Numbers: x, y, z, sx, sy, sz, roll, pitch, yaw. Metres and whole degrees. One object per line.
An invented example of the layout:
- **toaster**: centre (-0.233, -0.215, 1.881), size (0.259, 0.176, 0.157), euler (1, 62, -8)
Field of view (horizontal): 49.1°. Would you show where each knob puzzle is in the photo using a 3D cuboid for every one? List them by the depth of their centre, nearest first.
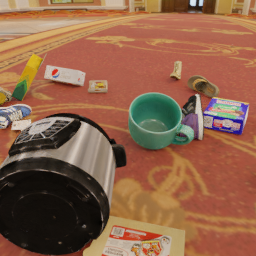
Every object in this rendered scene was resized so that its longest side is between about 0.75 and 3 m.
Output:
- **knob puzzle**: centre (0.113, 2.902, 5.809), size (2.447, 0.339, 2.447), euler (0, 28, 0)

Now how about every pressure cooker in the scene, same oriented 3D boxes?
- **pressure cooker**: centre (-1.631, 1.094, 6.818), size (2.621, 2.662, 2.980), euler (33, 25, -14)

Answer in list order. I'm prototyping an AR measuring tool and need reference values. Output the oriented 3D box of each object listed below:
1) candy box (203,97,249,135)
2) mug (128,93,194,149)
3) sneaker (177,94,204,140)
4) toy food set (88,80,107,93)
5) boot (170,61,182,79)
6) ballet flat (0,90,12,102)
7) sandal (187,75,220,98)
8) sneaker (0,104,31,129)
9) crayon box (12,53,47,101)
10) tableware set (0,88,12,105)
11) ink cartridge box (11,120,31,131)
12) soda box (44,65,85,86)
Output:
- **candy box**: centre (4.116, -0.555, 11.740), size (1.585, 0.722, 1.875), euler (12, 30, 24)
- **mug**: centre (1.000, -0.012, 9.923), size (1.816, 1.366, 2.210), euler (-19, 57, -16)
- **sneaker**: centre (2.367, -0.591, 11.506), size (1.291, 1.117, 2.949), euler (0, 28, 10)
- **toy food set**: centre (-1.635, -2.304, 15.254), size (1.020, 0.429, 1.421), euler (-2, 29, -3)
- **boot**: centre (2.809, -3.393, 16.272), size (0.478, 1.021, 1.313), euler (10, 8, 26)
- **ballet flat**: centre (-6.686, -1.463, 13.549), size (2.009, 0.682, 0.757), euler (-4, 38, -14)
- **sandal**: centre (3.798, -2.157, 14.524), size (0.581, 0.865, 2.153), euler (-5, 31, -31)
- **sneaker**: centre (-4.850, -0.387, 11.619), size (1.679, 0.676, 1.229), euler (-6, 38, -20)
- **crayon box**: centre (-4.896, -2.648, 13.862), size (0.596, 2.311, 1.453), euler (28, 28, -21)
- **tableware set**: centre (-6.695, -1.177, 12.704), size (1.672, 0.381, 2.482), euler (28, 46, 2)
- **ink cartridge box**: centre (-4.335, -0.069, 11.419), size (0.710, 0.180, 0.806), euler (-7, 29, -14)
- **soda box**: centre (-3.598, -2.976, 15.911), size (2.271, 0.774, 0.723), euler (13, 3, 22)
